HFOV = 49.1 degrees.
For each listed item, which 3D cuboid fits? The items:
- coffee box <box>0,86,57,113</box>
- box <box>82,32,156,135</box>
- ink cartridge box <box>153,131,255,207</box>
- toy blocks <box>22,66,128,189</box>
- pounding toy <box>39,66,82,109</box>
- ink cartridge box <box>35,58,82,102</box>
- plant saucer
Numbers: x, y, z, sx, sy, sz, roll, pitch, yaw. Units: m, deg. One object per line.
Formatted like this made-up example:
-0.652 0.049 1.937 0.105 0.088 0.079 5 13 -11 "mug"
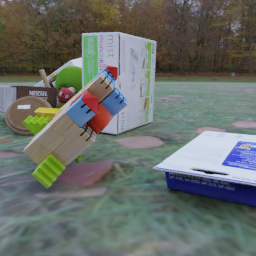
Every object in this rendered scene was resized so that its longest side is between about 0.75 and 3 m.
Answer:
-3.309 -0.889 8.902 1.232 0.870 2.180 -2 7 -42 "coffee box"
-0.173 -1.259 7.875 1.207 2.497 2.203 9 15 29 "box"
1.423 0.530 4.101 1.279 0.504 2.572 7 12 29 "ink cartridge box"
-0.658 -0.241 4.343 1.481 1.083 2.166 -40 15 14 "toy blocks"
-2.030 -0.935 9.052 2.399 1.852 1.113 5 36 30 "pounding toy"
-2.262 -1.746 10.734 2.375 0.997 1.720 -24 9 31 "ink cartridge box"
-2.575 -0.363 7.294 1.223 1.223 0.180 -2 -31 -9 "plant saucer"
